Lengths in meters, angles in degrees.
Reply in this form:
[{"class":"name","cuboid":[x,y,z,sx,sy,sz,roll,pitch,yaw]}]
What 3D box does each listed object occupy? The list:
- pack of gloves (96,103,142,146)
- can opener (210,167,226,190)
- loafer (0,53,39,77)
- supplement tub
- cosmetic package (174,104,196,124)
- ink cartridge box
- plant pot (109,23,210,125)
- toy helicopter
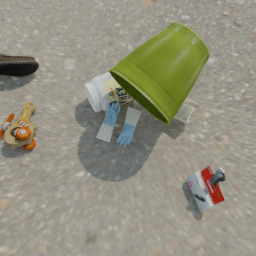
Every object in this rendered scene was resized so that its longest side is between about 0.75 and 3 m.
[{"class":"pack of gloves","cuboid":[-0.263,-0.103,8.164,0.984,0.231,1.172,20,93,-1]},{"class":"can opener","cuboid":[2.093,1.408,7.031,0.388,1.167,0.307,-9,50,-21]},{"class":"loafer","cuboid":[-3.940,-2.128,8.942,2.098,0.766,0.745,-4,67,-12]},{"class":"supplement tub","cuboid":[-0.483,-1.161,8.494,1.457,1.056,1.056,-24,64,-12]},{"class":"cosmetic package","cuboid":[1.414,-0.527,8.251,0.984,0.429,0.508,25,99,25]},{"class":"ink cartridge box","cuboid":[1.934,1.535,7.064,0.202,0.806,0.929,-4,61,-28]},{"class":"plant pot","cuboid":[0.928,-1.494,7.133,2.066,2.066,1.989,41,90,20]},{"class":"toy helicopter","cuboid":[-3.174,-0.136,8.262,1.079,0.643,1.631,3,51,3]}]
